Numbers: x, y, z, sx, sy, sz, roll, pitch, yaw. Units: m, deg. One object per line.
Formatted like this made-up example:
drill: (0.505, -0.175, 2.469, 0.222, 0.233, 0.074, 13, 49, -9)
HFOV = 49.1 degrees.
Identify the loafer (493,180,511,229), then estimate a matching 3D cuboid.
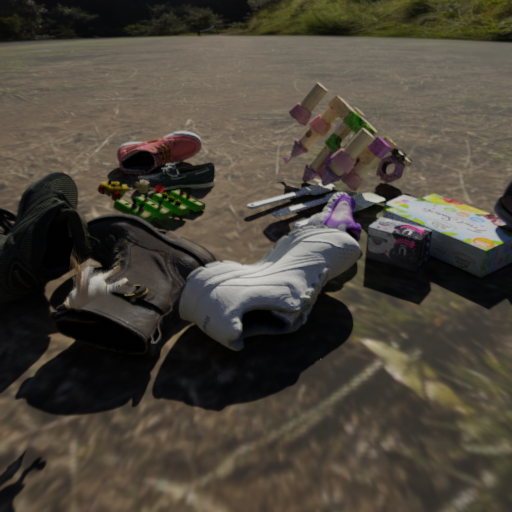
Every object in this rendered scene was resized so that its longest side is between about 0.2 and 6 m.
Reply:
loafer: (5.824, -0.397, 9.962, 1.177, 1.031, 3.275, -21, 50, -36)

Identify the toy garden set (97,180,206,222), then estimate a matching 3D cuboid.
toy garden set: (-2.383, -1.392, 12.656, 1.663, 0.398, 1.995, 29, 28, 28)

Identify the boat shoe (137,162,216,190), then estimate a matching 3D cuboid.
boat shoe: (-2.055, -2.059, 14.369, 2.041, 0.631, 0.764, -3, 27, -6)

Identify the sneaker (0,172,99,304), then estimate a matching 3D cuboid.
sneaker: (-3.509, -0.595, 10.079, 1.826, 1.219, 3.188, -18, 33, 18)

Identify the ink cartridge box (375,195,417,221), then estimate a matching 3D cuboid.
ink cartridge box: (3.271, -1.022, 12.690, 1.134, 0.336, 0.589, -24, 35, -38)

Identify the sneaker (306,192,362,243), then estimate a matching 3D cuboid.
sneaker: (1.703, -0.574, 11.290, 0.954, 0.868, 2.157, 20, 32, 18)

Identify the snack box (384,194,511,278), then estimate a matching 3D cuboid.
snack box: (4.019, -0.490, 11.331, 1.691, 0.630, 2.378, -20, 33, -33)

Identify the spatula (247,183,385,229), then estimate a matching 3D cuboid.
spatula: (1.415, -1.262, 13.162, 2.926, 0.235, 2.034, -19, 34, -38)

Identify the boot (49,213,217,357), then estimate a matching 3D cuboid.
boot: (-2.354, 0.396, 9.149, 3.109, 1.077, 2.707, 14, 30, 20)

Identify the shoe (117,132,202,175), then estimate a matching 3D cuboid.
shoe: (-2.671, -2.831, 15.705, 2.431, 0.868, 1.106, -10, 30, -9)

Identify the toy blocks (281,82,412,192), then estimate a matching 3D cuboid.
toy blocks: (2.068, -2.578, 14.428, 2.632, 2.216, 2.460, 9, 38, -52)

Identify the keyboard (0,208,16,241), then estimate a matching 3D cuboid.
keyboard: (-6.471, -0.747, 11.492, 5.064, 1.003, 2.636, 21, 34, 33)

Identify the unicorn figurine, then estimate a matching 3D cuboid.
unicorn figurine: (-2.082, 0.390, 7.107, 0.441, 1.194, 0.820, 49, 39, 9)

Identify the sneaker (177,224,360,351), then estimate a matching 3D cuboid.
sneaker: (0.465, 0.571, 8.989, 3.343, 1.246, 1.456, -25, 46, -26)

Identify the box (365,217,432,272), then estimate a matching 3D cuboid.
box: (2.723, -0.236, 10.757, 1.070, 0.707, 0.614, 18, 32, 30)
